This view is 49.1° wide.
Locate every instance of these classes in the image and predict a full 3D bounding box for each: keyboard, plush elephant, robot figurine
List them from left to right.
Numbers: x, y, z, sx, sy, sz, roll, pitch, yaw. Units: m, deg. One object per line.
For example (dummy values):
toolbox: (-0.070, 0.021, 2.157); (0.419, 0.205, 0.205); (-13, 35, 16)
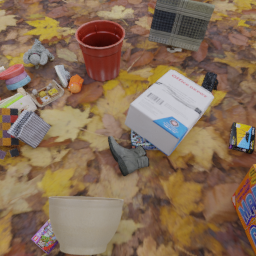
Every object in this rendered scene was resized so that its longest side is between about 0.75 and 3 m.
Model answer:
plush elephant: (-4.329, -3.376, 13.401); (1.196, 1.452, 1.124); (12, 70, 0)
robot figurine: (-2.346, -1.964, 12.568); (0.700, 0.567, 0.973); (3, 51, 0)
keyboard: (3.843, -2.153, 12.915); (0.728, 0.277, 1.399); (18, 54, 14)

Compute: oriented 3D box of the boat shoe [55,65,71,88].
boat shoe: (-2.969, -2.472, 12.996); (0.546, 0.535, 1.532); (-22, 51, -11)

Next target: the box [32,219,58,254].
box: (-2.353, 3.232, 8.600); (0.676, 0.193, 0.988); (29, 57, 21)

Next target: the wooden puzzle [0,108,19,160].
wooden puzzle: (-4.755, -0.025, 10.243); (1.413, 0.167, 2.383); (0, 81, -30)

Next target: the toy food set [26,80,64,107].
toy food set: (-3.633, -1.568, 12.340); (1.371, 0.414, 0.984); (-34, 59, -24)

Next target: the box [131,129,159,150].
box: (0.690, 0.096, 11.044); (1.163, 0.339, 1.698); (-1, 51, -1)

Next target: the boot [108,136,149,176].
boot: (0.014, 0.878, 10.260); (1.116, 0.578, 1.708); (-23, 63, -13)

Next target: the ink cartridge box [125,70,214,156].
ink cartridge box: (1.623, -0.691, 10.741); (2.111, 1.229, 2.919); (37, 53, 14)

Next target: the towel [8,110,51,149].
towel: (-3.545, 0.058, 10.279); (0.569, 1.330, 1.101); (28, 76, 26)

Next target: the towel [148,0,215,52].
towel: (2.512, -5.035, 13.517); (2.715, 2.614, 0.469); (14, 53, 1)

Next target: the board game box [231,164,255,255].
board game box: (4.700, 2.363, 7.999); (2.208, 2.206, 2.207); (-8, 52, -7)

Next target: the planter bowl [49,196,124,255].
planter bowl: (-1.232, 2.738, 8.000); (2.154, 2.154, 1.449); (3, 78, 2)

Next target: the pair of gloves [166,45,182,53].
pair of gloves: (2.394, -4.210, 14.650); (0.759, 0.156, 0.893); (-2, 48, 4)

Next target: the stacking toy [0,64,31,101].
stacking toy: (-5.753, -1.822, 12.527); (2.326, 1.085, 2.569); (13, 44, 44)

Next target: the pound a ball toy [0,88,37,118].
pound a ball toy: (-4.768, -0.641, 11.424); (1.471, 0.959, 2.256); (16, 48, 45)

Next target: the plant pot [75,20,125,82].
plant pot: (-1.194, -3.392, 12.754); (2.130, 2.071, 2.130); (0, 51, 0)

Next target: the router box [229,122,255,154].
router box: (4.424, 0.379, 10.838); (0.875, 0.300, 1.174); (14, 52, 11)
